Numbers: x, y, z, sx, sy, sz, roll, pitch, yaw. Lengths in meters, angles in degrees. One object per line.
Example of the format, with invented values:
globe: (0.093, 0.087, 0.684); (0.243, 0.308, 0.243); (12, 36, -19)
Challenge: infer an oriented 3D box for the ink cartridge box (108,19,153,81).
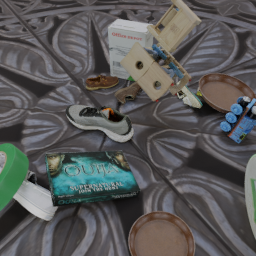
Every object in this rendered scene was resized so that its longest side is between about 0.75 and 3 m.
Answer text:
ink cartridge box: (0.144, -3.495, 12.776); (1.824, 2.488, 1.033); (16, 46, 16)

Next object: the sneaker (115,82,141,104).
sneaker: (0.156, -1.523, 12.270); (1.636, 0.576, 0.618); (-30, 79, -32)

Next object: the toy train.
toy train: (4.085, -0.319, 10.070); (1.029, 1.800, 0.780); (37, 54, 19)

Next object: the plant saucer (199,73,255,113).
plant saucer: (4.165, -1.410, 11.896); (2.525, 0.435, 2.525); (6, 46, -6)

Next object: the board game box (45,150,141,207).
board game box: (-1.111, 1.449, 8.632); (2.625, 0.370, 1.776); (0, 41, -27)

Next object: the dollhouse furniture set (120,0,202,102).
dollhouse furniture set: (1.497, -2.444, 9.065); (1.822, 2.600, 1.833); (50, 33, 10)

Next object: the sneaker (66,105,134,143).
sneaker: (-1.093, -0.451, 10.637); (2.856, 1.133, 1.056); (17, 48, 19)

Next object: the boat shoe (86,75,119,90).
boat shoe: (-1.167, -2.133, 12.788); (1.556, 0.526, 0.560); (-13, 46, -13)

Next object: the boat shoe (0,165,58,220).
boat shoe: (-3.080, 1.693, 8.359); (2.577, 0.928, 0.883); (28, 77, 26)

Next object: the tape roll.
tape roll: (-4.023, 1.565, 8.123); (2.436, 0.585, 2.436); (-23, 38, 20)

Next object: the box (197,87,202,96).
box: (3.514, -1.554, 12.415); (0.882, 0.221, 0.332); (13, 46, 12)

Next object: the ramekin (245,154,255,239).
ramekin: (4.016, 1.873, 7.103); (1.386, 2.838, 2.838); (-3, 44, 7)

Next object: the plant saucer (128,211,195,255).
plant saucer: (0.898, 3.107, 7.554); (1.768, 0.304, 1.768); (-1, 44, 1)

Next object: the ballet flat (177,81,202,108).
ballet flat: (2.537, -1.347, 12.068); (0.581, 0.628, 1.863); (-33, 43, 8)
